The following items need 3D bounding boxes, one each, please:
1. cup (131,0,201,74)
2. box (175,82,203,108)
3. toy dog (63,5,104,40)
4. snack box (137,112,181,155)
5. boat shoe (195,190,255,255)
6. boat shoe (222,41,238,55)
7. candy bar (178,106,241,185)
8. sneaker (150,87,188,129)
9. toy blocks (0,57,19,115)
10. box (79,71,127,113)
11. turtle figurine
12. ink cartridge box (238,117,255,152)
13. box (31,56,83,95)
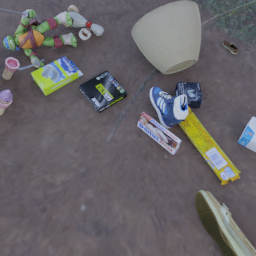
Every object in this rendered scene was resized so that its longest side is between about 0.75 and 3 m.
[{"bbox_3d":[1.536,-2.916,9.752,2.438,2.438,1.744,-18,86,-10],"label":"cup"},{"bbox_3d":[2.062,-1.124,9.560,0.802,0.471,0.789,1,60,-1],"label":"box"},{"bbox_3d":[-1.869,-4.061,11.219,1.138,0.831,1.725,-40,82,-24],"label":"toy dog"},{"bbox_3d":[0.933,0.150,8.647,0.188,0.556,1.547,-31,58,-34],"label":"snack box"},{"bbox_3d":[2.568,2.600,7.241,0.716,0.830,2.274,-20,63,-22],"label":"boat shoe"},{"bbox_3d":[3.992,-3.187,10.859,0.281,0.282,0.762,-30,64,-16],"label":"boat shoe"},{"bbox_3d":[2.352,0.474,8.678,0.713,0.317,2.858,-33,64,0],"label":"candy bar"},{"bbox_3d":[1.399,-0.888,8.947,0.646,1.173,1.603,4,59,-39],"label":"sneaker"},{"bbox_3d":[-4.579,-1.791,8.689,2.190,1.843,2.046,16,55,-30],"label":"toy blocks"},{"bbox_3d":[-0.869,-1.284,9.749,1.221,0.300,1.265,-31,64,-19],"label":"box"},{"bbox_3d":[-3.092,-3.168,9.998,2.500,2.578,1.855,-22,96,-17],"label":"turtle figurine"},{"bbox_3d":[4.194,0.337,8.689,1.197,0.501,0.868,30,64,16],"label":"ink cartridge box"},{"bbox_3d":[-2.534,-1.935,10.089,1.573,0.375,0.959,-33,66,-17],"label":"box"}]
